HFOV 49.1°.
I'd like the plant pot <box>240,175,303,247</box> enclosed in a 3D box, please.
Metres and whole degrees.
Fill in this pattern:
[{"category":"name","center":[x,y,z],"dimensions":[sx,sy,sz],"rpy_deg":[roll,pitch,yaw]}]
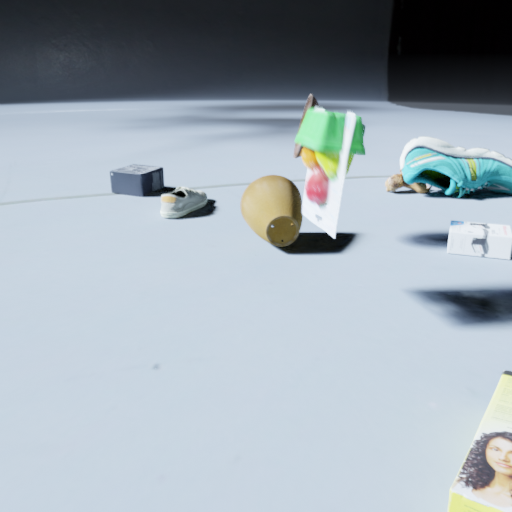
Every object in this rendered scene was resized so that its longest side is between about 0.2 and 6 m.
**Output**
[{"category":"plant pot","center":[0.386,-0.755,10.744],"dimensions":[1.253,1.253,1.345],"rpy_deg":[-2,26,-7]}]

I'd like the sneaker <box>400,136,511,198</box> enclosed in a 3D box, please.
[{"category":"sneaker","center":[5.365,-2.043,14.665],"dimensions":[3.298,1.278,1.314],"rpy_deg":[11,61,1]}]

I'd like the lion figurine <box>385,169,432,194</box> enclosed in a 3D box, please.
[{"category":"lion figurine","center":[4.163,-1.926,15.033],"dimensions":[1.359,0.493,0.832],"rpy_deg":[11,35,13]}]

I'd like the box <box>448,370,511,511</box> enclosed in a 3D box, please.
[{"category":"box","center":[2.252,1.702,4.751],"dimensions":[0.763,0.508,2.026],"rpy_deg":[12,22,30]}]

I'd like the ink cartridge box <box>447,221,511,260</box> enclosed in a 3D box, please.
[{"category":"ink cartridge box","center":[4.177,-0.309,10.480],"dimensions":[1.090,0.456,0.791],"rpy_deg":[7,21,18]}]

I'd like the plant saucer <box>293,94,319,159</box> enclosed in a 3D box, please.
[{"category":"plant saucer","center":[0.926,-2.337,10.231],"dimensions":[0.203,1.179,1.179],"rpy_deg":[14,19,-3]}]

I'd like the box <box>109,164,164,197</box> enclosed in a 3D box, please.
[{"category":"box","center":[-3.203,-2.040,15.086],"dimensions":[1.042,0.642,1.033],"rpy_deg":[9,22,24]}]

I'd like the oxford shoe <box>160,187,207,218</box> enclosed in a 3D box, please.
[{"category":"oxford shoe","center":[-1.693,-1.390,13.379],"dimensions":[0.761,0.584,2.023],"rpy_deg":[3,17,17]}]

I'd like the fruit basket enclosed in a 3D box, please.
[{"category":"fruit basket","center":[0.960,-1.140,7.411],"dimensions":[0.719,1.534,1.421],"rpy_deg":[-3,17,-12]}]
